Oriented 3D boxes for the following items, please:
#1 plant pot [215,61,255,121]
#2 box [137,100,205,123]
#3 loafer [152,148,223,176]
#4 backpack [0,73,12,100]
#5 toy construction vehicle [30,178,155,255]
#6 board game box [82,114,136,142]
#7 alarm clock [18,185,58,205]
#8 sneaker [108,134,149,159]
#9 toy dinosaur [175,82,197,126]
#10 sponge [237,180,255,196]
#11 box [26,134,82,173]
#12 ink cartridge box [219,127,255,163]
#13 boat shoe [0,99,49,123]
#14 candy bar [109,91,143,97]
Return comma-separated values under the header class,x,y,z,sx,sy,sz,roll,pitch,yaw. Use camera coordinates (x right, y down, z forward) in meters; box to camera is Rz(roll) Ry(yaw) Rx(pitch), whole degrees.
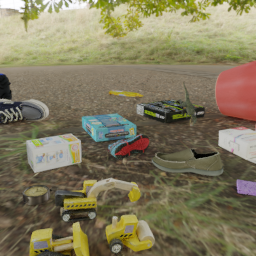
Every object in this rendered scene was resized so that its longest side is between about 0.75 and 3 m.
class,x,y,z,sx,sy,sz,roll,pitch,yaw
plant pot,5.362,-1.569,12.060,2.524,2.852,2.852,2,13,43
box,1.921,-0.823,12.962,2.244,0.552,2.324,-7,17,-30
loafer,1.534,0.784,7.281,1.822,0.635,0.685,4,17,12
backpack,-7.207,-1.981,14.521,1.911,1.851,2.278,1,18,3
toy construction vehicle,-0.617,1.493,4.778,1.944,0.685,1.692,-3,17,-9
board game box,-0.760,-0.059,10.451,1.487,0.462,1.969,-7,18,-21
alarm clock,-1.847,1.390,5.897,0.787,0.262,0.531,-15,21,-35
sneaker,0.011,0.475,8.486,1.433,0.568,0.685,-13,19,-38
toy dinosaur,1.872,-0.731,9.098,0.338,1.425,0.628,-13,-5,-29
sponge,2.877,1.357,6.248,0.823,0.123,0.459,5,17,17
box,-2.014,0.652,7.671,1.310,0.664,0.737,-9,20,-29
ink cartridge box,3.624,0.472,8.430,0.947,0.549,1.627,-10,19,-18
boat shoe,-4.731,-0.565,11.684,2.682,1.001,1.244,3,29,20
candy bar,-0.170,-2.205,18.102,2.495,0.276,0.622,10,16,33
